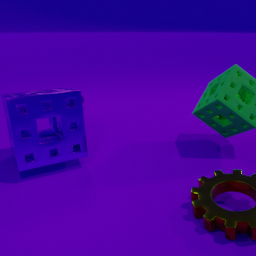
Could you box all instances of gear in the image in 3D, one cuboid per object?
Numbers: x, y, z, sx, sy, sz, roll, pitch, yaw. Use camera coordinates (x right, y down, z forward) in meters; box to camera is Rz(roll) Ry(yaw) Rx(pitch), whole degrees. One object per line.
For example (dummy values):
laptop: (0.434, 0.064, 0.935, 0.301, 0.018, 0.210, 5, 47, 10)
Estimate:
gear: (1.594, 1.090, 4.196, 1.258, 0.233, 1.258, -9, 27, 4)

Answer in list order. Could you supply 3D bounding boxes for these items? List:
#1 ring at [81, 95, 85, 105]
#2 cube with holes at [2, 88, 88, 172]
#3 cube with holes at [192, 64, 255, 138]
ring: (-2.102, -0.861, 9.384, 1.283, 0.257, 1.283, -1, 33, 1)
cube with holes: (-1.728, -0.066, 5.752, 1.328, 1.328, 1.328, -11, 13, -25)
cube with holes: (2.345, -0.567, 6.406, 1.034, 1.034, 1.034, 35, -21, -6)
